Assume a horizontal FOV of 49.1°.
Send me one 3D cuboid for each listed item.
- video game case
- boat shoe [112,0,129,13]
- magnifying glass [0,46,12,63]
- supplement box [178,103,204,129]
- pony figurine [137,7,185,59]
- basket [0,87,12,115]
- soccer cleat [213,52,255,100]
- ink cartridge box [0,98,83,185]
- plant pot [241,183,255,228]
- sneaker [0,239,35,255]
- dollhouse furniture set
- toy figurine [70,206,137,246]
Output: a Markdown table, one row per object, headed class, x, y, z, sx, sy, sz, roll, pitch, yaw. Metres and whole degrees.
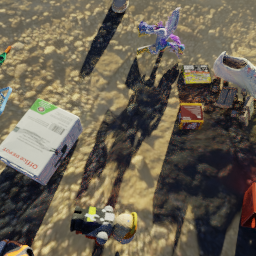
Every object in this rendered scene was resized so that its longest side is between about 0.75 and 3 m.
| class | x | y | z | sx | sy | sz | roll | pitch | yaw |
| --- | --- | --- | --- | --- | --- | --- | --- | --- | --- |
| video game case | 2.791 | -2.156 | 11.378 | 1.090 | 0.139 | 0.985 | -2 | 62 | -2 |
| boat shoe | -0.296 | -6.442 | 13.280 | 0.824 | 0.774 | 2.236 | 8 | 62 | 4 |
| magnifying glass | -5.275 | -3.120 | 11.919 | 0.385 | 0.108 | 0.966 | 20 | 66 | 11 |
| supplement box | 2.278 | -0.424 | 10.238 | 0.790 | 0.532 | 0.801 | 1 | 62 | 1 |
| pony figurine | 1.418 | -3.882 | 11.685 | 2.016 | 1.679 | 1.946 | 2 | 94 | -3 |
| basket | -4.873 | -0.942 | 10.221 | 1.303 | 0.906 | 1.148 | -5 | 58 | 33 |
| soccer cleat | 4.653 | -1.918 | 10.689 | 2.914 | 1.130 | 1.010 | 30 | 66 | 14 |
| ink cartridge box | -2.938 | 0.449 | 9.499 | 1.774 | 1.005 | 2.420 | 26 | 65 | 13 |
| plant pot | 4.147 | 2.339 | 8.486 | 1.188 | 1.187 | 1.047 | 7 | 53 | 4 |
| sneaker | -3.281 | 4.284 | 7.551 | 1.278 | 0.885 | 2.282 | 11 | 63 | 7 |
| dollhouse furniture set | 3.842 | -0.799 | 10.607 | 1.580 | 0.772 | 1.348 | 12 | 60 | 34 |
| toy figurine | -0.648 | 3.336 | 7.139 | 1.789 | 2.532 | 2.572 | 10 | 63 | -1 |
